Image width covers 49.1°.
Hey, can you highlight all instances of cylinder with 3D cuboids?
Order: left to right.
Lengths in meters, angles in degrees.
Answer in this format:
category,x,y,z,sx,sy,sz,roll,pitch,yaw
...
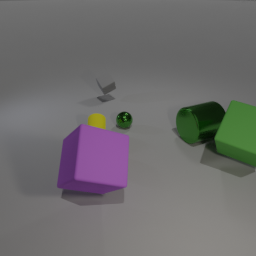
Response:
category,x,y,z,sx,sy,sz,roll,pitch,yaw
cylinder,-1.214,-0.088,10.850,0.700,0.700,0.700,-1,53,-2
cylinder,2.793,-0.225,10.719,1.400,1.400,1.400,-13,31,-23

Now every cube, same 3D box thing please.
category,x,y,z,sx,sy,sz,roll,pitch,yaw
cube,-0.924,0.889,7.432,1.400,1.400,1.400,15,65,-27
cube,-1.079,-2.200,13.805,0.700,0.700,0.700,-30,70,-8
cube,3.668,0.199,8.726,1.400,1.400,1.400,22,78,28

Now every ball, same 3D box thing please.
category,x,y,z,sx,sy,sz,roll,pitch,yaw
ball,-0.152,-0.342,11.680,0.700,0.700,0.700,0,28,0
